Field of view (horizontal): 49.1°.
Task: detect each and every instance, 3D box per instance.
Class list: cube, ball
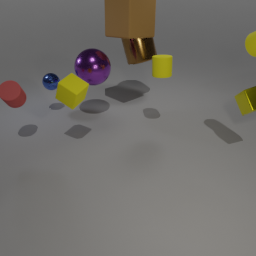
[{"bbox_3d":[-1.762,-1.160,8.830,0.700,0.700,0.700,33,47,6],"label":"cube"},{"bbox_3d":[-3.134,-1.888,11.420,0.700,0.700,0.700,0,29,0],"label":"ball"},{"bbox_3d":[-1.357,-2.338,10.770,1.400,1.400,1.400,0,29,0],"label":"ball"},{"bbox_3d":[3.907,-0.874,8.764,0.700,0.700,0.700,-18,-8,-7],"label":"cube"},{"bbox_3d":[0.078,-4.191,10.644,1.400,1.400,1.400,-20,30,-40],"label":"cube"}]

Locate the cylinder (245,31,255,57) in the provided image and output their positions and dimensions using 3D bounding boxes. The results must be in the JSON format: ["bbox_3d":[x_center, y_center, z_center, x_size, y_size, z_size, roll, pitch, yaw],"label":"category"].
[{"bbox_3d":[3.767,-2.403,7.769,0.700,0.700,0.700,-11,3,-18],"label":"cylinder"}]

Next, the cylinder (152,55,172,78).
[{"bbox_3d":[1.200,-2.171,9.844,0.700,0.700,0.700,-2,23,1],"label":"cylinder"}]

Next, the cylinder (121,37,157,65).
[{"bbox_3d":[0.495,-3.716,12.605,1.400,1.400,1.400,-14,19,5],"label":"cylinder"}]

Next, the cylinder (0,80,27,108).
[{"bbox_3d":[-3.734,-1.084,9.071,0.700,0.700,0.700,1,-15,-4],"label":"cylinder"}]
